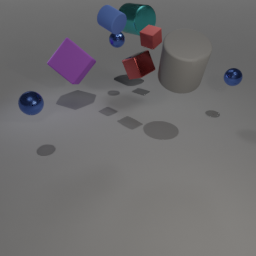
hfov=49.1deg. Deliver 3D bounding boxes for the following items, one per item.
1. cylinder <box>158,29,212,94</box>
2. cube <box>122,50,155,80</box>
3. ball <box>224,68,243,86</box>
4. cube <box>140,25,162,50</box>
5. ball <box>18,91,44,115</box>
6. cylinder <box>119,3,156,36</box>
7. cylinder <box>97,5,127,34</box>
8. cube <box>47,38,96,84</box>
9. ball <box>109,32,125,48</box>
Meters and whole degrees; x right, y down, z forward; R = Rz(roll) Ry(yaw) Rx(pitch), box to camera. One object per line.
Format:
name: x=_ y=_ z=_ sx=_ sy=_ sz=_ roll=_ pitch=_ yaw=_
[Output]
cylinder: x=1.677 y=-2.011 z=8.504 sx=1.400 sy=1.400 sz=1.400 roll=1 pitch=56 yaw=-2
cube: x=0.358 y=-2.105 z=9.380 sx=0.700 sy=0.700 sz=0.700 roll=-34 pitch=21 yaw=-29
ball: x=4.105 y=-1.990 z=10.951 sx=0.700 sy=0.700 sz=0.700 roll=0 pitch=29 yaw=0
cube: x=1.017 y=-4.012 z=12.366 sx=0.700 sy=0.700 sz=0.700 roll=28 pitch=59 yaw=30
ball: x=-2.776 y=-0.710 z=8.034 sx=0.700 sy=0.700 sz=0.700 roll=0 pitch=29 yaw=0
cylinder: x=0.397 y=-5.263 z=13.585 sx=1.400 sy=1.400 sz=1.400 roll=-21 pitch=35 yaw=-33
cylinder: x=-0.524 y=-3.516 z=9.092 sx=0.700 sy=0.700 sz=0.700 roll=38 pitch=44 yaw=23
cube: x=-2.430 y=-2.891 z=12.345 sx=1.400 sy=1.400 sz=1.400 roll=39 pitch=7 yaw=-6
ball: x=-0.482 y=-3.874 z=12.257 sx=0.700 sy=0.700 sz=0.700 roll=0 pitch=29 yaw=0
